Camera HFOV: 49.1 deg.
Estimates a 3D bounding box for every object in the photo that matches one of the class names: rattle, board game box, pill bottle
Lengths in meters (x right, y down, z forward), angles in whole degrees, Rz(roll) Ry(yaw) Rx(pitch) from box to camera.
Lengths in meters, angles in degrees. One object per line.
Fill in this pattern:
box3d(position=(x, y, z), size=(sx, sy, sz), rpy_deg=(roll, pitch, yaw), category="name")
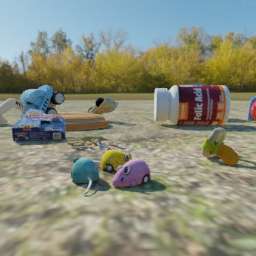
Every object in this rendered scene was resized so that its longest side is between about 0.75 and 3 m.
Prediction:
box3d(position=(1.820, 0.402, 5.227), size=(0.706, 0.644, 0.989), rpy_deg=(17, -12, 31), category="rattle")
box3d(position=(-2.354, -0.128, 7.595), size=(1.290, 0.398, 1.290), rpy_deg=(-2, 27, -12), category="board game box")
box3d(position=(2.362, -0.877, 10.687), size=(2.658, 1.517, 1.517), rpy_deg=(0, 7, 2), category="pill bottle")

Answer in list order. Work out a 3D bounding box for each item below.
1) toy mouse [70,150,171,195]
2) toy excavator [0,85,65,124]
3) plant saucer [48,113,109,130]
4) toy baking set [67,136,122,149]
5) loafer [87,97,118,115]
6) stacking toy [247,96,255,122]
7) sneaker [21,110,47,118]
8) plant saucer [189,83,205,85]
box3d(position=(-0.265, 0.566, 3.921), size=(1.583, 0.306, 1.407), rpy_deg=(3, 8, 24), category="toy mouse")
box3d(position=(-4.255, -0.963, 11.781), size=(1.221, 2.377, 2.445), rpy_deg=(7, -18, 42), category="toy excavator")
box3d(position=(-2.060, -0.282, 10.379), size=(2.673, 0.431, 2.673), rpy_deg=(0, 8, 0), category="plant saucer")
box3d(position=(-0.795, 0.344, 6.509), size=(1.332, 0.155, 1.022), rpy_deg=(0, 10, -1), category="toy baking set")
box3d(position=(-1.199, -0.966, 12.143), size=(1.914, 0.654, 0.724), rpy_deg=(-15, 35, 46), category="loafer")
box3d(position=(5.538, -0.511, 10.733), size=(1.163, 1.099, 2.003), rpy_deg=(3, 19, -1), category="stacking toy")
box3d(position=(-3.012, -0.219, 8.782), size=(1.836, 0.655, 0.734), rpy_deg=(11, 9, 43), category="sneaker")
box3d(position=(2.997, -1.259, 14.142), size=(2.432, 0.468, 2.432), rpy_deg=(-18, -32, -11), category="plant saucer")
